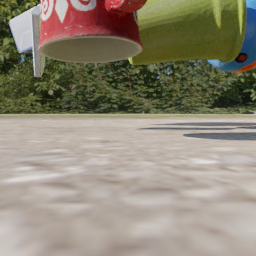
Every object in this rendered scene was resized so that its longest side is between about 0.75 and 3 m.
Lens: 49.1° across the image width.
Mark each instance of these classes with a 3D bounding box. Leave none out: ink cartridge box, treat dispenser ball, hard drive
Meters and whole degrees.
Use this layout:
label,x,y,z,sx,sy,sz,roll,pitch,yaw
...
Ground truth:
label,x,y,z,sx,sy,sz,roll,pitch,yaw
ink cartridge box,-2.089,-3.381,9.544,2.004,1.121,2.937,-6,14,35
treat dispenser ball,3.609,-3.048,9.259,2.382,2.382,2.382,0,3,0
hard drive,-2.178,-2.116,6.845,0.195,1.462,0.964,2,33,-11

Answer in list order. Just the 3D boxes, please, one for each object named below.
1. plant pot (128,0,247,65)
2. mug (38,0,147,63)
label,x,y,z,sx,sy,sz,roll,pitch,yaw
plant pot,1.130,-2.807,7.209,2.620,2.850,2.850,-14,4,0
mug,-0.433,-2.612,4.689,2.322,2.615,1.745,-3,0,28
